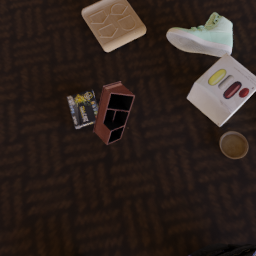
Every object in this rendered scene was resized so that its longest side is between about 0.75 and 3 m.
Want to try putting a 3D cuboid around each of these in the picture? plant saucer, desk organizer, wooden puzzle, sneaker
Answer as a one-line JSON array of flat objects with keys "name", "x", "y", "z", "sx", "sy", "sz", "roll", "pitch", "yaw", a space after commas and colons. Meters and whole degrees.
[{"name": "plant saucer", "x": 3.574, "y": 0.587, "z": 9.509, "sx": 0.973, "sy": 0.143, "sz": 0.973, "roll": 0, "pitch": 71, "yaw": -1}, {"name": "desk organizer", "x": -0.440, "y": -0.398, "z": 8.217, "sx": 0.640, "sy": 1.783, "sz": 0.687, "roll": -24, "pitch": 56, "yaw": -37}, {"name": "wooden puzzle", "x": -0.554, "y": -4.083, "z": 10.926, "sx": 1.860, "sy": 0.465, "sz": 2.008, "roll": -29, "pitch": 79, "yaw": -9}, {"name": "sneaker", "x": 2.708, "y": -3.644, "z": 10.492, "sx": 2.493, "sy": 0.918, "sz": 1.471, "roll": 12, "pitch": 77, "yaw": -6}]

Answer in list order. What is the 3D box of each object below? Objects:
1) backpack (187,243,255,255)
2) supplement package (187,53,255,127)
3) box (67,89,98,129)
[{"name": "backpack", "x": 2.572, "y": 4.100, "z": 7.279, "sx": 2.338, "sy": 2.454, "sz": 1.891, "roll": -30, "pitch": 80, "yaw": -16}, {"name": "supplement package", "x": 3.238, "y": -1.281, "z": 9.554, "sx": 1.658, "sy": 1.219, "sz": 1.585, "roll": -43, "pitch": 77, "yaw": -14}, {"name": "box", "x": -1.534, "y": -0.673, "z": 9.848, "sx": 0.967, "sy": 0.295, "sz": 1.200, "roll": -17, "pitch": 73, "yaw": -2}]
